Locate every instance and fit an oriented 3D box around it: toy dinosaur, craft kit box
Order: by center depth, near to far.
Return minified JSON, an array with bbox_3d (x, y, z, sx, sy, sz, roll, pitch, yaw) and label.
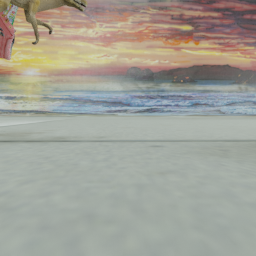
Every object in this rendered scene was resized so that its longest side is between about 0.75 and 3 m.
[{"bbox_3d":[-2.191,-2.434,4.923,2.966,1.500,0.863,12,4,-44],"label":"toy dinosaur"},{"bbox_3d":[-3.405,-3.023,7.358,0.814,0.825,0.200,16,-3,-12],"label":"craft kit box"}]

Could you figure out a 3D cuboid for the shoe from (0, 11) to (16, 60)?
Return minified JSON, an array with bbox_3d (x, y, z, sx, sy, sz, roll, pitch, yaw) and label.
[{"bbox_3d":[-2.777,-2.304,5.989,0.749,1.647,0.588,8,4,-20],"label":"shoe"}]
